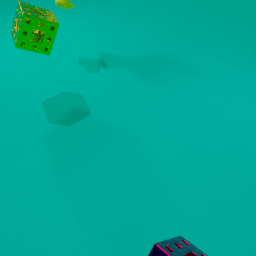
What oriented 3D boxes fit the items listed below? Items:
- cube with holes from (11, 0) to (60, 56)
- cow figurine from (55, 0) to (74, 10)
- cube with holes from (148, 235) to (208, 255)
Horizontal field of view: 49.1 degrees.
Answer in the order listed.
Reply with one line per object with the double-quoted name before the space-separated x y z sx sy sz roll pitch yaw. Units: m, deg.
"cube with holes" -2.685 -2.848 8.033 0.982 0.982 0.982 5 38 -35
"cow figurine" -2.073 -4.736 9.609 0.673 1.206 1.226 24 86 -4
"cube with holes" 0.760 2.339 4.002 1.019 1.019 1.019 29 93 33
